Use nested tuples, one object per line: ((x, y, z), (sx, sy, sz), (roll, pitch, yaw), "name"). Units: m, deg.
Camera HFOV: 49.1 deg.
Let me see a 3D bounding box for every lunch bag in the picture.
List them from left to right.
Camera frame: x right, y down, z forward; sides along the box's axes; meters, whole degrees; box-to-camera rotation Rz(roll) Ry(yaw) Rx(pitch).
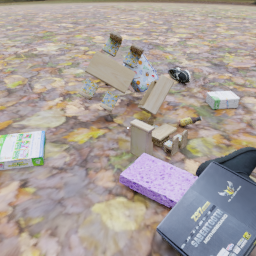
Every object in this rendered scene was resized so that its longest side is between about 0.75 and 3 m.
((0.536, -2.304, 11.814), (1.229, 1.534, 0.580), (-41, 16, -17), "lunch bag")

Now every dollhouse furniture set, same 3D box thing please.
((-0.076, -1.733, 10.119), (2.902, 2.543, 1.928), (29, 0, -5), "dollhouse furniture set")
((0.908, 0.133, 9.143), (1.497, 1.134, 1.708), (25, 39, 36), "dollhouse furniture set")

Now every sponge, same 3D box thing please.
((1.054, 1.480, 7.492), (2.327, 0.347, 1.298), (22, 34, 28), "sponge")

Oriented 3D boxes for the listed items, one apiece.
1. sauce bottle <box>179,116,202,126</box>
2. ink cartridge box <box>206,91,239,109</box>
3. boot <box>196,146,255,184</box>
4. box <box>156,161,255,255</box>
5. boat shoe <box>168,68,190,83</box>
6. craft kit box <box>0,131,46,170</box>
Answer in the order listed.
((2.318, -0.270, 10.416), (0.836, 0.276, 0.276), (-16, 23, 26), "sauce bottle")
((4.064, -1.210, 12.074), (1.132, 0.495, 0.823), (-6, 32, -8), "ink cartridge box")
((3.047, 1.456, 7.060), (2.181, 0.833, 1.833), (-11, 43, -27), "boot")
((1.881, 1.914, 5.883), (2.102, 0.536, 1.658), (-44, 46, -15), "box")
((2.645, -2.709, 14.524), (0.550, 0.689, 1.822), (-7, 19, -13), "boat shoe")
((-3.481, 0.689, 8.990), (1.573, 0.386, 1.592), (-4, 30, -11), "craft kit box")
